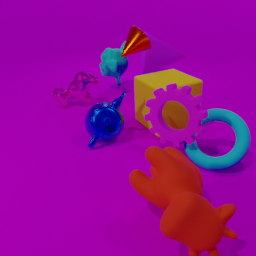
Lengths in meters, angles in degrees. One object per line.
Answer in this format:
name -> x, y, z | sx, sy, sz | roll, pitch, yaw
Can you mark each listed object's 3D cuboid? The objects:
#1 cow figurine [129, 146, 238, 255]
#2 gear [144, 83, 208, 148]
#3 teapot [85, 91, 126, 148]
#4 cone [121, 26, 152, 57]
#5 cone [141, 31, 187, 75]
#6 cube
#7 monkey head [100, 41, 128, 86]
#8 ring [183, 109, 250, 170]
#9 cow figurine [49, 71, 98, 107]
cow figurine -> 0.827, 0.987, 4.085 | 1.647, 0.919, 1.674 | 39, 16, 24
gear -> 0.961, -0.252, 5.722 | 1.277, 1.277, 0.236 | 17, 24, 27
teapot -> -0.487, -0.187, 6.395 | 0.927, 1.492, 0.730 | 33, -6, -9
cone -> 0.085, -2.387, 8.296 | 0.871, 0.868, 0.868 | -46, 43, -6
cone -> 1.333, -2.628, 10.150 | 1.607, 1.601, 1.601 | 1, 30, -3
cube -> 0.968, -0.664, 6.997 | 1.211, 1.211, 1.211 | -15, 30, -22
monkey head -> -0.352, -2.052, 9.035 | 0.893, 1.483, 1.067 | -1, 24, -29
ring -> 1.805, 0.219, 5.775 | 1.324, 0.265, 1.324 | -8, 67, 20
cow figurine -> -1.583, -1.143, 8.097 | 1.195, 1.215, 0.667 | 15, 26, -22
